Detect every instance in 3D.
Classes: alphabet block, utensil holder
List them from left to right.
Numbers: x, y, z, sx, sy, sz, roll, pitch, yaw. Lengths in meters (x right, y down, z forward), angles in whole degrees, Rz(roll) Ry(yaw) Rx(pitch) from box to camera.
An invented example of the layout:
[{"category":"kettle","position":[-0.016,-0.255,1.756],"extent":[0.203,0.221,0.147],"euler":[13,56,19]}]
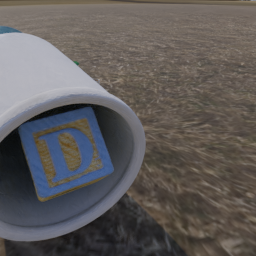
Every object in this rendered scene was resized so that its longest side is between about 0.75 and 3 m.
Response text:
[{"category":"utensil holder","position":[-1.536,-0.103,4.844],"extent":[2.510,2.510,2.953],"euler":[-16,40,-27]},{"category":"alphabet block","position":[-0.995,0.446,4.366],"extent":[1.105,1.099,1.125],"euler":[-15,-10,-21]}]

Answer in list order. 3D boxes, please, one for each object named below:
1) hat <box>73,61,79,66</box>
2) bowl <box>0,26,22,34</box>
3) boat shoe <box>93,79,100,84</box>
[{"category":"hat","position":[-1.862,-0.773,7.898],"extent":[1.595,1.695,1.925],"euler":[-13,23,18]},{"category":"bowl","position":[-4.378,-2.340,10.032],"extent":[2.254,2.254,1.179],"euler":[3,44,5]},{"category":"boat shoe","position":[-1.320,-1.566,9.203],"extent":[0.794,0.277,0.282],"euler":[10,40,-6]}]
